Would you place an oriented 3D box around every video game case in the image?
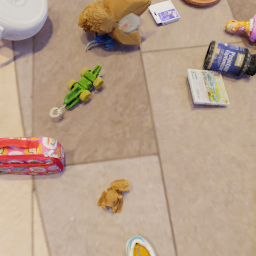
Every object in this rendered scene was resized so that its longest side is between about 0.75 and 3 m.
[{"bbox_3d":[2.997,-1.537,10.538,1.392,0.175,1.529,3,60,-14],"label":"video game case"}]

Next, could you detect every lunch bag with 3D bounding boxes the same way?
[{"bbox_3d":[-3.238,0.819,8.777,2.296,2.022,0.940,-2,67,-1],"label":"lunch bag"}]

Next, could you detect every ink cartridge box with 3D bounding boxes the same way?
[{"bbox_3d":[1.544,-5.009,12.200,1.093,0.237,1.082,-18,68,-10],"label":"ink cartridge box"}]

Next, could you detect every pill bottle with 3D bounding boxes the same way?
[{"bbox_3d":[3.975,-2.617,10.743,1.917,1.072,1.072,15,68,7],"label":"pill bottle"}]

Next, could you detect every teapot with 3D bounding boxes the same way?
[{"bbox_3d":[-4.746,-4.613,11.082,2.963,2.164,2.925,-31,97,-36],"label":"teapot"}]

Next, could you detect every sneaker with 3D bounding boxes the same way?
[{"bbox_3d":[0.597,4.300,7.883,0.940,0.993,2.458,-24,70,-11],"label":"sneaker"}]

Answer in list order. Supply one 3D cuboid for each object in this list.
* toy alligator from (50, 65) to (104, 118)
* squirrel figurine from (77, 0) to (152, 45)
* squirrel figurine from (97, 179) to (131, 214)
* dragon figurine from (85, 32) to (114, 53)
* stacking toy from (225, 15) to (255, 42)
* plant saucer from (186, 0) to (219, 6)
[{"bbox_3d":[-1.866,-1.316,10.469,0.885,0.642,2.671,41,78,15],"label":"toy alligator"},{"bbox_3d":[-0.720,-4.616,11.064,2.617,1.852,2.443,-12,49,-19],"label":"squirrel figurine"},{"bbox_3d":[-0.441,2.049,8.775,0.819,1.080,1.157,25,69,10],"label":"squirrel figurine"},{"bbox_3d":[-0.877,-3.571,11.435,1.832,0.539,0.911,-41,73,-17],"label":"dragon figurine"},{"bbox_3d":[5.468,-4.056,11.264,2.994,1.738,1.643,8,66,15],"label":"stacking toy"},{"bbox_3d":[3.252,-6.335,12.675,2.153,0.347,2.153,1,65,-2],"label":"plant saucer"}]
